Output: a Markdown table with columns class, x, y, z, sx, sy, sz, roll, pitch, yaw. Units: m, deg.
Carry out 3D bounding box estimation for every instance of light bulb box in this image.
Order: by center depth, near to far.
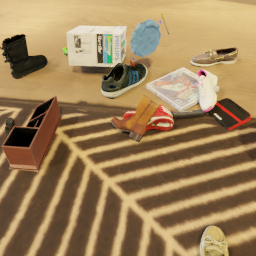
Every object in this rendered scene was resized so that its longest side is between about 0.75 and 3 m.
| class | x | y | z | sx | sy | sz | roll | pitch | yaw |
| --- | --- | --- | --- | --- | --- | --- | --- | --- | --- |
| light bulb box | -1.370 | -3.921 | 13.250 | 2.421 | 1.511 | 2.399 | 3 | 28 | 5 |

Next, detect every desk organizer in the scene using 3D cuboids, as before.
| class | x | y | z | sx | sy | sz | roll | pitch | yaw |
| --- | --- | --- | --- | --- | --- | --- | --- | --- | --- |
| desk organizer | -3.208 | 0.065 | 9.681 | 0.990 | 1.063 | 2.761 | 4 | 43 | 5 |

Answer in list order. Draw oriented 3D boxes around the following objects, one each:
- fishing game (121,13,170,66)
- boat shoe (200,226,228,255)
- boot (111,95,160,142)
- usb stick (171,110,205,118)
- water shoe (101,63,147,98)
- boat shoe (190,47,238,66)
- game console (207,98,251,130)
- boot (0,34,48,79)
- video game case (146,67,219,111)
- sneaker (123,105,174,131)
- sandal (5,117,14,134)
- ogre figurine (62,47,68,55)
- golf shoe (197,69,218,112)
| class | x | y | z | sx | sy | sz | roll | pitch | yaw |
| --- | --- | --- | --- | --- | --- | --- | --- | --- | --- |
| fishing game | 0.701 | -3.742 | 11.691 | 2.241 | 1.605 | 0.348 | -44 | 50 | 0 |
| boat shoe | 2.062 | 3.160 | 6.695 | 0.694 | 0.599 | 1.903 | 14 | 45 | 14 |
| boot | 0.208 | -0.501 | 9.971 | 1.427 | 1.516 | 0.519 | 35 | 16 | 32 |
| usb stick | 2.325 | -0.554 | 10.942 | 1.371 | 0.223 | 0.380 | -5 | 34 | -10 |
| water shoe | -0.044 | -2.344 | 12.233 | 1.011 | 1.115 | 2.827 | 26 | 49 | 25 |
| boat shoe | 4.272 | -3.561 | 13.844 | 2.374 | 0.707 | 0.853 | -5 | 43 | -6 |
| game console | 3.934 | -0.584 | 11.047 | 1.291 | 0.227 | 1.459 | -25 | 48 | -17 |
| boot | -4.748 | -3.451 | 12.947 | 0.802 | 1.776 | 2.167 | 27 | 49 | 26 |
| video game case | 2.377 | -1.764 | 12.234 | 2.379 | 0.273 | 2.167 | -29 | 50 | -27 |
| sneaker | 0.789 | -0.431 | 10.654 | 1.860 | 0.729 | 1.075 | 11 | 31 | 3 |
| sandal | -4.458 | -0.112 | 10.489 | 0.358 | 0.228 | 0.953 | -17 | 45 | -17 |
| ogre figurine | -3.051 | -3.978 | 14.530 | 0.548 | 0.449 | 0.915 | -7 | 56 | -33 |
| golf shoe | 3.041 | -1.519 | 11.168 | 0.911 | 0.750 | 1.991 | 33 | 49 | -24 |
